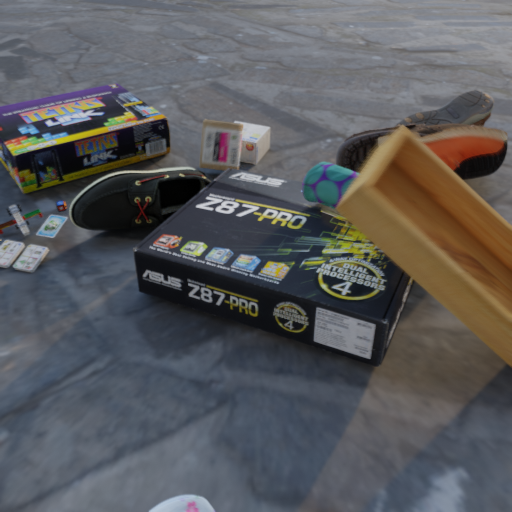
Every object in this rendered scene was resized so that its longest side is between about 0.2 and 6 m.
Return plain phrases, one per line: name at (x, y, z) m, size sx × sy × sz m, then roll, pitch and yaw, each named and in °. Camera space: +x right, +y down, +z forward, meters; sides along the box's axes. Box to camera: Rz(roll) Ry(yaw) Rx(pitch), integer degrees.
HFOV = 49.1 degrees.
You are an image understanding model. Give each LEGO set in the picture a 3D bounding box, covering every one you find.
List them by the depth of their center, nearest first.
LEGO set at (-4.062, -0.373, 9.925) m, size 1.285 × 0.422 × 1.721 m, roll 9°, pitch 48°, yaw 11°

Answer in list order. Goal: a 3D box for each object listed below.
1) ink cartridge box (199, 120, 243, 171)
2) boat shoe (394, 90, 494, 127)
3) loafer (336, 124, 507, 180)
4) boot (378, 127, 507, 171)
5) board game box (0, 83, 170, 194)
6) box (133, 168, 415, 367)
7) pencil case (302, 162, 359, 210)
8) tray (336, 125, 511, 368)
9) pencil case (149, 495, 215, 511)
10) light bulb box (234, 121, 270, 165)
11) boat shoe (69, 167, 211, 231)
ink cartridge box at (-0.729, -2.293, 11.668) m, size 0.819 × 0.994 × 0.373 m, roll 7°, pitch 15°, yaw 2°
boat shoe at (4.138, -2.780, 12.651) m, size 2.573 × 0.924 × 0.974 m, roll -21°, pitch 54°, yaw 2°
loafer at (3.263, -2.054, 11.526) m, size 3.563 × 1.301 × 1.265 m, roll -4°, pitch 25°, yaw -12°
boot at (3.042, -1.540, 9.118) m, size 1.975 × 1.059 × 0.741 m, roll -6°, pitch 4°, yaw 16°
board game box at (-4.048, -2.787, 12.591) m, size 3.350 × 0.950 × 2.770 m, roll -23°, pitch 43°, yaw -28°
box at (0.550, -0.082, 8.862) m, size 3.868 × 0.950 × 3.118 m, roll 15°, pitch 36°, yaw 22°
pencil case at (1.531, -0.910, 8.609) m, size 1.619 × 0.748 × 0.689 m, roll 28°, pitch 79°, yaw 33°
tray at (2.753, -0.074, 7.491) m, size 3.379 × 0.626 × 1.667 m, roll 42°, pitch 48°, yaw -4°
pencil case at (-0.180, 3.114, 4.380) m, size 1.133 × 1.038 × 2.498 m, roll 9°, pitch 22°, yaw -45°
light bulb box at (-0.248, -2.541, 12.571) m, size 0.896 × 0.564 × 0.904 m, roll 14°, pitch 39°, yaw 17°
boat shoe at (-1.983, -1.011, 10.115) m, size 2.667 × 0.976 × 0.836 m, roll -17°, pitch 31°, yaw -29°
